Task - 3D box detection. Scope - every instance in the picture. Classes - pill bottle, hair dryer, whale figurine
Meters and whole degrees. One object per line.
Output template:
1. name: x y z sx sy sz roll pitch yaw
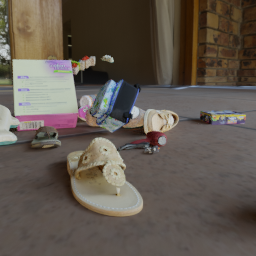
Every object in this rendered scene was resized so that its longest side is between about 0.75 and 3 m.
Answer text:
1. pill bottle: -2.140 -1.581 16.874 0.853 0.853 1.466 7 14 31
2. hair dryer: 0.507 0.339 8.204 1.257 0.448 1.650 3 11 22
3. whale figurine: -4.296 0.046 8.891 1.658 1.082 2.084 -8 38 -44

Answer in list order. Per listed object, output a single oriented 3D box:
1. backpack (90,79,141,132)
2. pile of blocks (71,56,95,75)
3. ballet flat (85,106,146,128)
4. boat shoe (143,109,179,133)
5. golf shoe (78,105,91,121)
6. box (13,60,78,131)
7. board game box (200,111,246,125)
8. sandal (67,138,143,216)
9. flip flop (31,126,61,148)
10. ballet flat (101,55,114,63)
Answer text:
1. backpack: -0.538 -0.738 9.417 1.216 1.515 1.655 25 -27 -15
2. pile of blocks: -2.095 -2.944 12.487 0.663 0.502 1.616 31 46 24
3. ballet flat: -0.369 -0.521 11.021 2.693 0.906 0.917 -5 50 -1
4. boat shoe: 1.261 -0.291 10.222 0.836 0.891 2.416 -1 9 25
5. golf shoe: -1.884 -0.651 12.870 0.914 0.752 1.996 -8 2 22
6. box: -3.194 -1.286 10.761 2.183 2.481 1.200 -4 -26 -19
7. board game box: 4.142 -0.470 12.335 1.530 0.434 1.265 -2 13 -7
8. sandal: -0.647 0.624 5.413 1.063 0.954 2.899 -5 12 -23
9. flip flop: -2.463 0.196 8.510 0.840 0.596 2.070 -2 11 -12
10. ballet flat: -1.073 -3.620 14.474 0.324 0.300 0.962 -33 40 -30
